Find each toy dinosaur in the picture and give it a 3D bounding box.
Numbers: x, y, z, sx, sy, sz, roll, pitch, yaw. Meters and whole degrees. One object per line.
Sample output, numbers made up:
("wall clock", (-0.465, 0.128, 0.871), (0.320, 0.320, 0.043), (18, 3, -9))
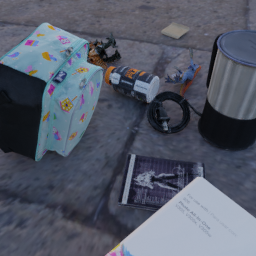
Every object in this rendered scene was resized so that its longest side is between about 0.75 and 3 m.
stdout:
("toy dinosaur", (1.812, -1.581, 8.675), (1.436, 0.831, 1.583), (-13, 87, -35))
("toy dinosaur", (-0.893, -2.442, 9.374), (1.210, 0.910, 1.782), (-22, 66, -2))

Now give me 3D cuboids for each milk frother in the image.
("milk frother", (1.893, -0.882, 6.487), (2.536, 2.385, 2.288), (-18, 47, -17))

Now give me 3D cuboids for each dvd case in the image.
("dvd case", (0.760, 1.186, 5.989), (1.761, 0.141, 1.310), (7, 45, 7))

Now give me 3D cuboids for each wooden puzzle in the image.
("wooden puzzle", (1.870, -3.827, 11.069), (0.820, 0.165, 0.887), (29, 56, 26))

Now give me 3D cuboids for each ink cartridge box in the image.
("ink cartridge box", (0.262, 2.285, 3.458), (2.916, 2.119, 1.276), (-33, 53, -29))

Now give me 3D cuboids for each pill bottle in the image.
("pill bottle", (0.077, -1.316, 8.059), (1.496, 0.795, 0.795), (22, 49, 21))

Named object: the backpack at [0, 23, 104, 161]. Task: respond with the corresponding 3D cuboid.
("backpack", (-1.757, -0.906, 6.505), (2.151, 2.467, 2.807), (15, 47, -6))
